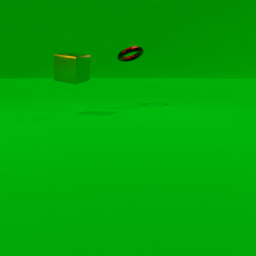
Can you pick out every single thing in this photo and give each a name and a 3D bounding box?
[{"bbox_3d":[0.107,-3.134,11.906,1.164,0.233,1.164,-16,-7,-2],"label":"ring"},{"bbox_3d":[-1.839,-1.992,9.276,0.865,0.865,0.865,13,23,20],"label":"cube"}]
